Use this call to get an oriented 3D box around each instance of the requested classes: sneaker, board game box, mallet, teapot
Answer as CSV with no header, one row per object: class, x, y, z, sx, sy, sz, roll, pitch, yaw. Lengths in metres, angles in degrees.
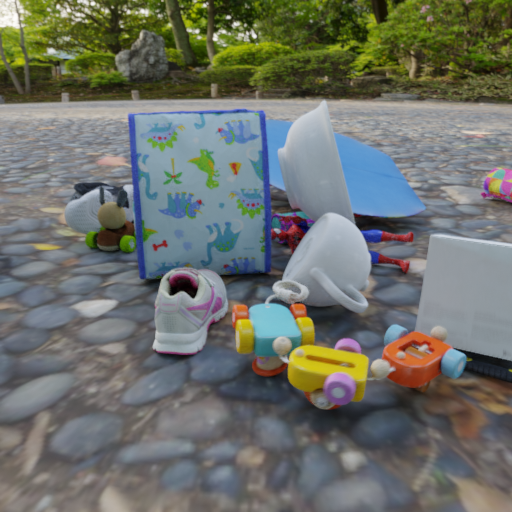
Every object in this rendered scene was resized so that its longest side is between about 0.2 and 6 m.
sneaker,-3.811,-1.107,12.919,1.542,1.023,2.710,7,15,21
board game box,1.743,-1.955,14.497,4.312,1.063,5.457,11,31,-12
mallet,3.303,1.544,6.535,2.122,0.437,0.699,9,16,33
teapot,1.261,0.211,8.892,1.202,1.625,1.646,33,65,-6
sneaker,-0.924,0.579,8.284,0.868,0.942,2.135,2,20,6

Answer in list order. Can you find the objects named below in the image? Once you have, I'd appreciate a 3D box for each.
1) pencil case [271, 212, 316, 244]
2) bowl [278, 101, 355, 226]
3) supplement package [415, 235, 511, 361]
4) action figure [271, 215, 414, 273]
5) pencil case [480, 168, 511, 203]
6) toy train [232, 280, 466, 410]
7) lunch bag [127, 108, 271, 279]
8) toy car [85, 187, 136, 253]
pencil case,1.149,-0.682,12.079,1.608,0.684,0.743,-9,-17,-22
bowl,1.087,-1.601,10.679,1.109,2.468,2.468,-13,18,10
supplement package,2.973,0.498,7.511,1.357,1.419,1.044,10,7,24
action figure,1.425,-0.230,10.456,2.749,0.897,1.361,8,7,22
pencil case,7.018,-1.709,14.760,0.928,0.928,2.100,-10,20,-25
toy train,0.990,1.206,6.974,2.749,0.765,2.065,20,27,37
lunch bag,-1.024,-1.188,10.274,2.467,2.901,1.849,-4,21,-9
toy car,-2.919,-0.796,11.599,1.033,1.258,0.992,7,21,18
